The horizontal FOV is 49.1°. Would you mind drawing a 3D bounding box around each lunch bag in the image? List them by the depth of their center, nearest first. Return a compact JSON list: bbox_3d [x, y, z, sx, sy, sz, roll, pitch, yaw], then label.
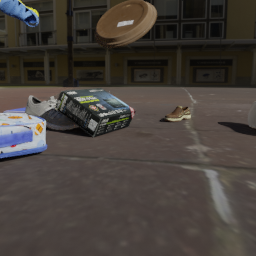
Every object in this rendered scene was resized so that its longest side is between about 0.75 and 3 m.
[{"bbox_3d":[-2.725,0.177,5.244,1.735,0.818,2.165,11,14,38],"label":"lunch bag"}]

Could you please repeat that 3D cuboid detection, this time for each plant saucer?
[{"bbox_3d":[-0.116,-2.876,7.563,1.816,1.816,0.267,6,-31,29],"label":"plant saucer"}]

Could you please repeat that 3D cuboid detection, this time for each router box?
[{"bbox_3d":[-0.857,-0.517,7.986,1.445,0.599,1.929,34,24,20],"label":"router box"}]

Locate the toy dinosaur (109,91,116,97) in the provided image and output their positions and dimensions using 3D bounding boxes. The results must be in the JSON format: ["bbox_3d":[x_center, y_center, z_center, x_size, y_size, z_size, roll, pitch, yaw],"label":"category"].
[{"bbox_3d":[-1.283,-1.117,11.453,2.128,0.913,1.442,11,2,2],"label":"toy dinosaur"}]

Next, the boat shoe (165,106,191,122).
[{"bbox_3d":[1.758,-0.535,9.990,0.514,0.515,1.392,8,13,39],"label":"boat shoe"}]

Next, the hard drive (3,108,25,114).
[{"bbox_3d":[-3.121,-0.636,10.968,1.897,0.365,2.875,2,10,13],"label":"hard drive"}]

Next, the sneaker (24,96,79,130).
[{"bbox_3d":[-2.194,-0.480,8.378,2.228,0.913,0.833,8,12,16],"label":"sneaker"}]

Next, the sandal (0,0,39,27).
[{"bbox_3d":[-3.361,-3.623,8.824,1.452,0.577,0.632,3,48,-53],"label":"sandal"}]

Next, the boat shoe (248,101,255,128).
[{"bbox_3d":[4.098,-0.272,7.978,0.770,0.809,2.247,14,9,2],"label":"boat shoe"}]
